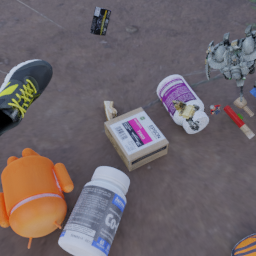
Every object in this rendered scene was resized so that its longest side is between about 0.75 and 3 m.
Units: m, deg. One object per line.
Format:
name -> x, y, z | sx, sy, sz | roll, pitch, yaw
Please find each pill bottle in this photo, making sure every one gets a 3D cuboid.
pill bottle -> -0.710, 2.000, 6.693 | 1.142, 1.142, 2.008 | 15, 54, 11
pill bottle -> 1.737, -0.740, 8.867 | 1.038, 1.038, 1.849 | -18, 54, -13

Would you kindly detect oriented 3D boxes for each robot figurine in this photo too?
robot figurine -> -2.319, 1.635, 6.869 | 1.671, 1.354, 2.323 | -6, 49, -30

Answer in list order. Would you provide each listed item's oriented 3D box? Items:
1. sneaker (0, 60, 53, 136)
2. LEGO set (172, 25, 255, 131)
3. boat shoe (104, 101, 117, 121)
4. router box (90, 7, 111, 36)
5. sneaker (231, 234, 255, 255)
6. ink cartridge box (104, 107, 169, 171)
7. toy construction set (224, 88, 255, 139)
sneaker -> -2.324, -0.514, 5.843 | 0.956, 0.841, 2.258 | 26, 69, 42
LEGO set -> 1.916, -1.163, 5.613 | 2.660, 0.754, 1.727 | -57, 42, 4
boat shoe -> -0.539, -0.506, 9.067 | 0.382, 0.407, 1.105 | -9, 48, -6
router box -> -0.933, -3.629, 9.564 | 0.227, 0.870, 0.684 | 26, 24, 20
sneaker -> 3.643, 2.527, 6.080 | 2.597, 1.455, 1.007 | -8, 53, -6
ink cartridge box -> 0.228, 0.289, 8.346 | 1.331, 0.607, 1.615 | -25, 55, -17
toy construction set -> 4.555, -0.520, 8.377 | 2.646, 2.207, 2.033 | -34, 70, 0
